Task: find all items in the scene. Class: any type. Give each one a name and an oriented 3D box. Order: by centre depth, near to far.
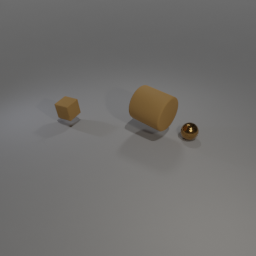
[{"bbox_3d":[0.983,-0.772,10.778,1.400,1.400,1.400,28,41,29],"label":"cylinder"},{"bbox_3d":[2.425,0.128,11.022,0.700,0.700,0.700,0,31,0],"label":"ball"},{"bbox_3d":[-2.522,-0.819,11.745,0.700,0.700,0.700,15,43,27],"label":"cube"}]
